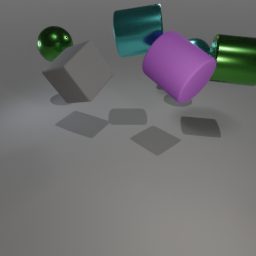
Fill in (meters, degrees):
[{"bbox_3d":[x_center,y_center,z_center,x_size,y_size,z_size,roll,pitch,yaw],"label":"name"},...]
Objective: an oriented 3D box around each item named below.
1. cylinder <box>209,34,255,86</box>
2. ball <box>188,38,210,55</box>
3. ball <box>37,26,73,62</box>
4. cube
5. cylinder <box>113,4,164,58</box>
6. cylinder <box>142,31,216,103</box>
[{"bbox_3d":[3.235,-2.039,8.454,1.400,1.400,1.400,8,30,6],"label":"cylinder"},{"bbox_3d":[2.685,-2.931,11.423,1.400,1.400,1.400,0,29,0],"label":"ball"},{"bbox_3d":[-2.872,-3.299,11.093,1.400,1.400,1.400,0,29,0],"label":"ball"},{"bbox_3d":[-1.637,-1.799,9.229,1.400,1.400,1.400,2,47,45],"label":"cube"},{"bbox_3d":[0.369,-2.939,8.557,1.400,1.400,1.400,-5,28,9],"label":"cylinder"},{"bbox_3d":[1.341,-1.612,7.457,1.400,1.400,1.400,-27,62,-39],"label":"cylinder"}]
